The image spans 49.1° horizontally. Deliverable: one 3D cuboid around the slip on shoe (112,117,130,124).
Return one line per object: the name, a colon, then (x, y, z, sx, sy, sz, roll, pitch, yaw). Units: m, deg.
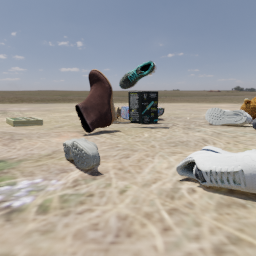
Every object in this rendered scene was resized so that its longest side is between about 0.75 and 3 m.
slip on shoe: (-0.404, -0.370, 13.213, 1.033, 0.313, 0.393, 1, 7, 8)

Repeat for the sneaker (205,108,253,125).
sneaker: (4.456, -0.433, 12.552, 0.838, 0.795, 2.082, 10, 2, -42)

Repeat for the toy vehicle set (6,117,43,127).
toy vehicle set: (-4.798, -0.309, 12.890, 1.251, 0.267, 2.014, -4, 8, -32)

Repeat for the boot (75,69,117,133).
boot: (-1.205, -1.000, 9.809, 0.783, 2.164, 1.800, -20, 4, 31)

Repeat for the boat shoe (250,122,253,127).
boat shoe: (5.289, -0.181, 11.323, 0.385, 0.347, 1.070, 3, 8, 3)

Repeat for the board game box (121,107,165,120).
board game box: (0.789, -0.793, 15.264, 2.244, 0.692, 2.243, 0, 8, -4)

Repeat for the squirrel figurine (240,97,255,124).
squirrel figurine: (6.568, -1.013, 13.005, 2.385, 1.809, 2.556, -9, 6, -15)

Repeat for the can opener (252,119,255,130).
can opener: (5.982, -0.164, 10.470, 2.647, 0.885, 0.706, -14, 13, -10)

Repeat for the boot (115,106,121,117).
boot: (-1.211, -0.877, 17.318, 1.549, 0.674, 1.863, -12, 8, 5)

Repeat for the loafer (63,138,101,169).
loafer: (-0.805, 0.420, 5.268, 0.543, 0.544, 1.555, -12, 10, -25)

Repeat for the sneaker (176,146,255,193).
sneaker: (1.357, 0.619, 3.814, 0.631, 0.599, 1.568, -12, 5, -29)

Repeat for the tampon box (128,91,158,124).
tampon box: (0.731, -1.008, 13.424, 1.142, 1.524, 0.962, -5, 8, -39)

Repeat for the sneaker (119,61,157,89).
sneaker: (0.367, -2.243, 11.499, 1.768, 0.686, 0.807, -35, -3, 2)
